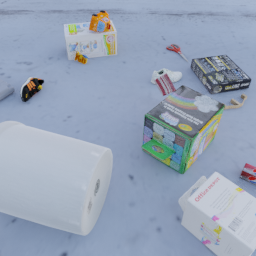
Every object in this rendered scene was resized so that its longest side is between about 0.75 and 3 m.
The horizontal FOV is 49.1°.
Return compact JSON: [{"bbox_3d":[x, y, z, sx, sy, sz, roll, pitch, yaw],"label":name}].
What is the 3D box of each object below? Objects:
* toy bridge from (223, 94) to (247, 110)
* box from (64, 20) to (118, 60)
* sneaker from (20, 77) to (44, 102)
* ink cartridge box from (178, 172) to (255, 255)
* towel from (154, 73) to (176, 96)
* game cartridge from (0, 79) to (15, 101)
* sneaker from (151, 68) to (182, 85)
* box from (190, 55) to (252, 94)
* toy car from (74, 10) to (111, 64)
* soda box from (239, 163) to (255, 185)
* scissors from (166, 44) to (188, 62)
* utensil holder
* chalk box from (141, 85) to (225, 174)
[{"bbox_3d":[4.441,-1.027,11.563,1.387,0.189,0.466,-24,49,-23],"label":"toy bridge"},{"bbox_3d":[-1.921,-4.561,14.498,2.582,1.309,1.452,-8,45,-8],"label":"box"},{"bbox_3d":[-4.072,-1.689,12.002,0.705,0.548,1.567,-1,41,4],"label":"sneaker"},{"bbox_3d":[2.423,2.276,7.234,1.310,1.276,2.038,-33,52,-30],"label":"ink cartridge box"},{"bbox_3d":[1.440,-1.692,11.111,0.121,1.067,0.769,-32,96,-19],"label":"towel"},{"bbox_3d":[-6.460,-1.665,12.039,2.672,0.546,1.779,24,45,24],"label":"game cartridge"},{"bbox_3d":[1.795,-2.394,12.732,1.508,0.604,0.530,-13,43,-15],"label":"sneaker"},{"bbox_3d":[4.204,-2.533,12.895,1.863,0.568,2.312,-9,44,-12],"label":"box"},{"bbox_3d":[-1.592,-4.405,13.904,0.893,2.683,1.316,32,27,9],"label":"toy car"},{"bbox_3d":[4.119,1.564,8.628,1.200,0.420,0.380,25,48,24],"label":"soda box"},{"bbox_3d":[2.771,-3.998,14.767,0.701,0.133,1.916,-22,46,-24],"label":"scissors"},{"bbox_3d":[-2.111,1.289,7.478,2.899,2.464,2.464,12,44,10],"label":"utensil holder"},{"bbox_3d":[1.602,0.175,9.185,1.732,1.723,2.783,32,53,28],"label":"chalk box"}]
